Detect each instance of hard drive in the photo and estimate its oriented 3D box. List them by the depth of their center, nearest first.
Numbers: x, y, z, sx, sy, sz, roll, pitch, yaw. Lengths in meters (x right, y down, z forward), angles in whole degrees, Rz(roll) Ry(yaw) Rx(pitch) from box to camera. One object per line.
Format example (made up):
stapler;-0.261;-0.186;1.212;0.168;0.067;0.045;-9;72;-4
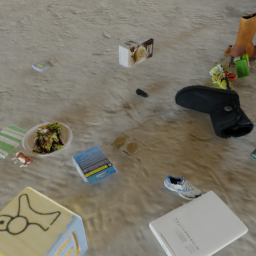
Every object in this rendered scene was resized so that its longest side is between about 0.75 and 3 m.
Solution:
hard drive;1.864;2.674;7.478;2.166;0.289;1.428;-20;45;-21

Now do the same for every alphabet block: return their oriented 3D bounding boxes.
alphabet block;-2.116;2.661;6.484;1.652;1.623;1.614;22;45;23

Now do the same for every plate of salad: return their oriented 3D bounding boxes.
plate of salad;-2.898;0.301;10.071;1.771;0.425;1.771;1;41;-1

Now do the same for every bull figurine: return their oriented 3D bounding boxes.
bull figurine;-3.565;1.025;9.382;0.778;0.253;0.472;23;47;25

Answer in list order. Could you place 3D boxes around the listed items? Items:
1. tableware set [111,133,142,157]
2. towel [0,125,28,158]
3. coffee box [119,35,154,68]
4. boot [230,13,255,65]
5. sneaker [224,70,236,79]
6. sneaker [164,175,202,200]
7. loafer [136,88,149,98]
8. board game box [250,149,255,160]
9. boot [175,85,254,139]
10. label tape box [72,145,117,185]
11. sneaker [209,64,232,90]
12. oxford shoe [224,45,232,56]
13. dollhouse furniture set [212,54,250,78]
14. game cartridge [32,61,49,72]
tableware set;-0.043;0.620;9.893;1.023;0.205;0.676;26;59;34
towel;-4.364;0.450;10.116;1.074;0.165;1.408;18;42;17
coffee box;0.437;-3.967;14.462;1.830;1.034;0.730;-33;52;-31
boot;6.214;-4.646;14.112;2.361;2.508;0.859;-18;44;-19
sneaker;4.737;-2.520;13.373;0.847;0.326;0.360;14;48;16
sneaker;1.632;1.751;8.370;1.169;0.498;0.450;18;45;18
loafer;0.640;-1.500;12.300;0.268;0.276;0.756;12;21;-49
board game box;5.060;0.818;9.646;1.508;0.212;1.020;-30;50;-30
boot;3.202;-0.626;10.672;2.647;1.011;2.224;3;40;1
label tape box;-1.065;1.265;8.978;0.959;0.442;1.338;-23;48;-23
sneaker;4.279;-2.185;12.887;0.662;0.654;1.734;-27;42;21
oxford shoe;5.485;-4.244;15.308;0.352;0.352;0.986;18;46;17
dollhouse furniture set;5.063;-2.920;13.788;1.636;0.821;1.072;-9;24;31
game cartridge;-4.445;-3.107;14.164;0.810;0.164;0.540;28;52;28
